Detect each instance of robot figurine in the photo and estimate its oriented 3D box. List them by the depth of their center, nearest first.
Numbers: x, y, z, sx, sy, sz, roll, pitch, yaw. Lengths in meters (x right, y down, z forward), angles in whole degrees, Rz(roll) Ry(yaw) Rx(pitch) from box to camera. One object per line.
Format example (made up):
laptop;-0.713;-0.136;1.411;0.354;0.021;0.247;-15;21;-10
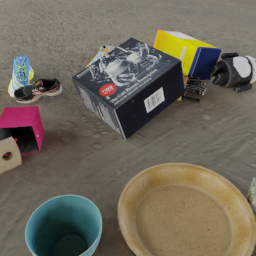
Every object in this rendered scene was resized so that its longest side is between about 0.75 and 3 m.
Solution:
robot figurine;4.235;-2.223;11.083;1.907;1.433;1.190;-10;20;-13

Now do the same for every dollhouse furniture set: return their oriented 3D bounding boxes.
dollhouse furniture set;-4.203;-0.116;7.220;1.854;2.646;1.865;-27;45;-30

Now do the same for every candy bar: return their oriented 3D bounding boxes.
candy bar;-1.468;-2.988;12.824;0.631;0.281;2.532;10;40;11

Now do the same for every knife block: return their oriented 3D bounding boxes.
knife block;1.776;-1.481;10.554;2.114;0.676;1.856;-13;39;-16

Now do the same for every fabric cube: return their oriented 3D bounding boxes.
fabric cube;-3.153;0.061;8.323;1.054;1.034;1.051;-4;37;-4

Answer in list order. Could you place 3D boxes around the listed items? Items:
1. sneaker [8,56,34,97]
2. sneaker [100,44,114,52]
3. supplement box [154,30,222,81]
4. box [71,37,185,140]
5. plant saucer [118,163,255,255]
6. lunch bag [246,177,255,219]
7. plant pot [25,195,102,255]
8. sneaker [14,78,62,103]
sneaker;-4.289;-2.129;11.005;0.828;1.148;2.186;-6;39;-7
sneaker;-1.035;-4.004;14.002;0.339;0.411;0.895;31;47;32
supplement box;2.355;-3.079;11.818;1.365;1.374;2.509;-9;36;-37
box;0.019;-1.427;9.338;2.742;1.428;2.497;-38;49;-17
plant saucer;1.244;1.991;6.255;2.953;0.523;2.953;0;38;0
lunch bag;3.396;1.935;6.023;1.281;0.918;1.562;6;34;8
plant pot;-1.212;2.217;5.612;1.431;0.964;1.431;0;38;0
sneaker;-3.293;-1.483;10.189;1.738;0.750;0.698;-21;75;-17
